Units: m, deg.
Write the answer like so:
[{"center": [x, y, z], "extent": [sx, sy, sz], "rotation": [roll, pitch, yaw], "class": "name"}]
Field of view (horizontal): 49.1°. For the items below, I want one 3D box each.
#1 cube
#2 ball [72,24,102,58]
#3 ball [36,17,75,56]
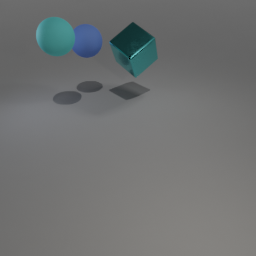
[{"center": [0.272, -3.341, 12.060], "extent": [1.400, 1.400, 1.400], "rotation": [-42, 66, -8], "class": "cube"}, {"center": [-1.813, -3.772, 12.164], "extent": [1.400, 1.400, 1.400], "rotation": [0, 31, 0], "class": "ball"}, {"center": [-2.690, -3.394, 10.451], "extent": [1.400, 1.400, 1.400], "rotation": [0, 31, 0], "class": "ball"}]
